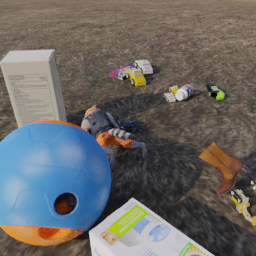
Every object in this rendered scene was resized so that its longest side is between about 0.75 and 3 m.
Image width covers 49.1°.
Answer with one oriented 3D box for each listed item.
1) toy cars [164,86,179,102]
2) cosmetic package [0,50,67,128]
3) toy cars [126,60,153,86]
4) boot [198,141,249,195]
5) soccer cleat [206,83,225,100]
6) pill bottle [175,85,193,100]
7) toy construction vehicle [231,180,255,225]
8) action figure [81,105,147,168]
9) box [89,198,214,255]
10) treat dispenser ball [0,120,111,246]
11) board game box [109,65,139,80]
[{"bbox_3d":[1.987,-1.588,12.513,0.643,0.318,1.435,14,35,21],"label":"toy cars"},{"bbox_3d":[-2.950,-1.017,9.174,1.505,2.861,1.017,-1,34,-3],"label":"cosmetic package"},{"bbox_3d":[0.637,-2.983,14.282,1.193,0.589,2.660,16,38,10],"label":"toy cars"},{"bbox_3d":[2.273,1.041,7.106,1.122,1.056,0.384,35,33,5],"label":"boot"},{"bbox_3d":[3.798,-1.640,12.514,0.526,0.438,1.298,-14,37,-13],"label":"soccer cleat"},{"bbox_3d":[2.447,-1.528,12.244,0.509,0.509,0.850,23,39,31],"label":"pill bottle"},{"bbox_3d":[3.223,1.857,6.991,1.095,0.443,1.258,-6,26,-12],"label":"toy construction vehicle"},{"bbox_3d":[-0.438,0.027,9.073,2.582,1.351,2.498,-24,48,-34],"label":"action figure"},{"bbox_3d":[0.475,2.538,5.175,2.195,1.112,1.234,28,42,37],"label":"box"},{"bbox_3d":[-1.669,1.125,6.075,2.622,2.622,2.622,0,32,0],"label":"treat dispenser ball"},{"bbox_3d":[-0.121,-2.964,14.813,0.954,0.257,1.590,19,37,34],"label":"board game box"}]
